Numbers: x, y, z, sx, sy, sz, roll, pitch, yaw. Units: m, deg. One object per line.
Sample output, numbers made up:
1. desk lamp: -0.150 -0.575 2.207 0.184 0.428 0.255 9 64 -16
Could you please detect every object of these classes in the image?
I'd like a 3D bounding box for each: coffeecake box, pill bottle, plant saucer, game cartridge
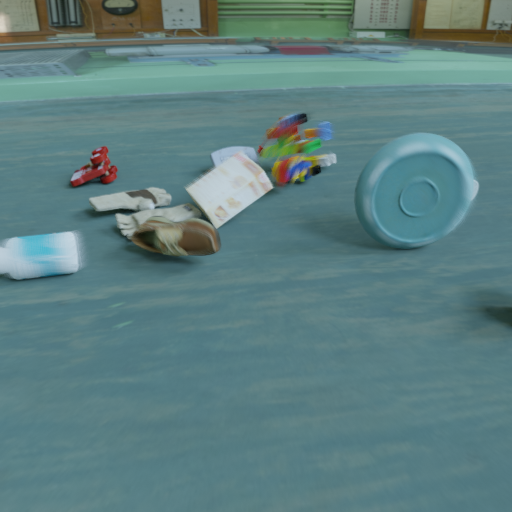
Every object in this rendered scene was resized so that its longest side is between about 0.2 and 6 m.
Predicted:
1. coffeecake box: -0.602 -1.479 12.321 1.525 0.557 1.171 -36 42 -5
2. pill bottle: -4.000 0.010 10.179 1.384 0.767 0.767 -6 28 -14
3. plant saucer: 3.064 -1.145 10.702 2.342 2.342 0.321 -2 26 -5
4. game cartridge: -0.569 -2.555 15.250 1.298 0.263 0.865 -12 72 -24

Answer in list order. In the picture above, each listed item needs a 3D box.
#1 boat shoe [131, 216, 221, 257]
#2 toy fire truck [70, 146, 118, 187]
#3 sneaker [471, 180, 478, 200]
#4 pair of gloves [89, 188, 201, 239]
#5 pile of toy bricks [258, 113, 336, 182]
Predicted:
1. boat shoe: -1.554 -0.278 10.553 1.954 0.739 0.722 6 28 37
2. toy fire truck: -4.339 -2.292 14.832 1.115 0.744 1.327 -21 28 -1
3. sneaker: 4.208 -1.564 13.287 2.007 0.739 1.160 -16 34 -26
4. pair of gloves: -2.528 -1.012 12.617 1.861 0.384 2.188 -18 34 -36
5. pile of toy bricks: 0.815 -2.784 14.605 1.508 1.695 3.055 -1 17 29
